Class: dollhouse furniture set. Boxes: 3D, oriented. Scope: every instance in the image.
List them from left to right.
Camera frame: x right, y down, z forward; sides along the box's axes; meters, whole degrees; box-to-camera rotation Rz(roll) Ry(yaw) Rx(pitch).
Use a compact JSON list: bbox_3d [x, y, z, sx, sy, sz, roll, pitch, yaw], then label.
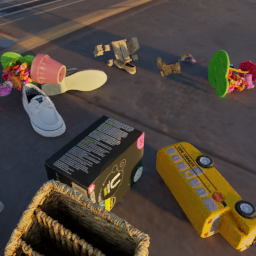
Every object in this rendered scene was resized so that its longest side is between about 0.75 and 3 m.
[{"bbox_3d":[-0.507,-3.487,13.218,2.010,1.042,0.890,-18,3,-20],"label":"dollhouse furniture set"}]

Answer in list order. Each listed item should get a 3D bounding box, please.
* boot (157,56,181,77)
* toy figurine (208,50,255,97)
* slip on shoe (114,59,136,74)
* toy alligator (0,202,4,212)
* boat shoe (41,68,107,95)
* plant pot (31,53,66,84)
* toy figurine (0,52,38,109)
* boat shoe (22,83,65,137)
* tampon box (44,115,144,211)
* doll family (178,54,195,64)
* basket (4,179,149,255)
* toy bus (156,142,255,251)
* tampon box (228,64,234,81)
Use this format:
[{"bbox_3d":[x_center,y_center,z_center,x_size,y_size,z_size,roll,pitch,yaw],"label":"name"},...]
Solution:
[{"bbox_3d":[1.689,-2.567,11.391,0.863,0.992,0.343,-12,40,20],"label":"boot"},{"bbox_3d":[4.413,-2.077,11.195,1.805,1.472,1.961,3,64,-13],"label":"toy figurine"},{"bbox_3d":[-0.130,-2.815,12.463,1.109,0.336,0.422,37,60,18],"label":"slip on shoe"},{"bbox_3d":[-3.942,2.157,6.501,2.008,0.483,0.666,-6,41,-18],"label":"toy alligator"},{"bbox_3d":[-2.178,-1.956,11.210,2.601,0.926,0.814,-13,40,-8],"label":"boat shoe"},{"bbox_3d":[-2.862,-2.080,10.247,0.964,1.077,1.077,17,41,4],"label":"plant pot"},{"bbox_3d":[-4.320,-1.557,10.146,2.201,1.652,2.026,-3,44,35],"label":"toy figurine"},{"bbox_3d":[-3.035,-0.677,9.602,0.993,0.882,2.699,-28,47,-30],"label":"boat shoe"},{"bbox_3d":[-0.713,1.014,6.952,1.345,1.596,2.130,24,45,27],"label":"tampon box"},{"bbox_3d":[2.790,-3.307,13.230,0.834,0.376,0.517,10,40,12],"label":"doll family"},{"bbox_3d":[-1.053,2.440,5.045,2.461,1.833,1.756,25,45,26],"label":"basket"},{"bbox_3d":[1.817,1.570,6.809,1.118,0.930,2.856,-14,41,-17],"label":"toy bus"},{"bbox_3d":[4.138,-2.340,11.930,0.623,0.525,0.831,10,40,12],"label":"tampon box"}]
